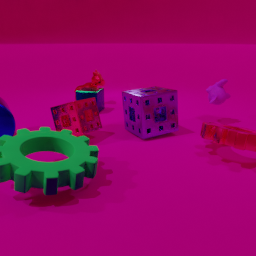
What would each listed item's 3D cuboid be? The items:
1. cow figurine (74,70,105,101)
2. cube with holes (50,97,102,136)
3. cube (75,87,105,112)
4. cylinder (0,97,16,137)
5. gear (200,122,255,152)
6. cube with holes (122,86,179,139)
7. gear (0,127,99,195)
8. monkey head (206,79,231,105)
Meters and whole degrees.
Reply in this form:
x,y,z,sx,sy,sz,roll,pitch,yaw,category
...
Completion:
x,y,z,sx,sy,sz,roll,pitch,yaw,category
-1.576,-1.681,11.425,1.310,1.290,0.719,-5,-9,10,cow figurine
-1.390,-0.268,7.615,0.880,0.880,0.880,-10,7,32,cube with holes
-1.399,-1.038,10.453,0.825,0.825,0.825,5,19,14,cube
-3.661,-0.204,7.279,1.242,1.242,1.242,-10,22,-27,cylinder
2.739,0.224,6.697,1.923,0.356,1.923,10,8,-1,gear
0.629,-0.497,8.088,1.163,1.163,1.163,-12,18,-23,cube with holes
-1.548,0.545,5.389,1.927,0.356,1.927,9,23,-4,gear
2.892,-1.111,8.820,1.099,0.662,0.791,-16,-16,-40,monkey head
